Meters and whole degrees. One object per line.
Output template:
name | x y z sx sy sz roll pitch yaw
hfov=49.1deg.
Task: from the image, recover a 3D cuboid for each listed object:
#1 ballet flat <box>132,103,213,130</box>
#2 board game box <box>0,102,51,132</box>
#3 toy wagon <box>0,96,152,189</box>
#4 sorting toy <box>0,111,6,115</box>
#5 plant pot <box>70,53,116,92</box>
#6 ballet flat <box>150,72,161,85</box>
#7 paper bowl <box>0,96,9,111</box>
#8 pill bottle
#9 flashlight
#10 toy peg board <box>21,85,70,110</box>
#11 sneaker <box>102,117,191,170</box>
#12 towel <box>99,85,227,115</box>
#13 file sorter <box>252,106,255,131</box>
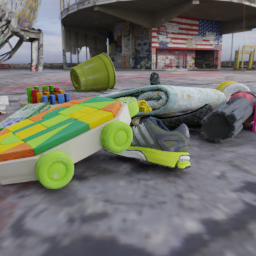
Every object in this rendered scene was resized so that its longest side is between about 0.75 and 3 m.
ballet flat | 1.088 -0.268 6.963 2.062 0.586 0.685 -3 12 20
board game box | -2.562 -0.238 6.742 0.841 0.182 1.250 -3 30 34
toy wagon | -0.895 -0.027 4.898 2.977 0.589 2.310 -28 25 -28
sorting toy | -4.212 -0.479 8.858 0.541 0.131 0.960 3 -1 -6
plant pot | -2.067 -2.920 15.678 2.019 2.097 2.097 -22 23 -28
ballet flat | 0.691 -1.197 7.528 0.348 0.297 1.047 29 -6 14
paper bowl | -4.488 -0.798 9.347 0.930 0.484 0.930 -5 4 0
pill bottle | 3.591 -1.134 9.817 0.995 0.995 1.769 1 15 6
flashlight | 2.566 -0.314 6.891 0.945 0.941 2.781 14 24 33
toy peg board | -3.019 -1.194 10.616 1.511 0.742 1.518 11 18 39
sneaker | 0.233 0.167 4.734 1.826 0.739 0.675 11 -3 28
towel | 0.799 -0.782 7.931 2.563 0.721 2.995 -9 8 -43
file sorter | 3.658 -0.326 7.068 0.667 0.739 1.064 12 18 35
